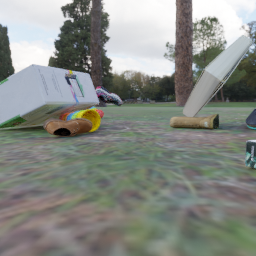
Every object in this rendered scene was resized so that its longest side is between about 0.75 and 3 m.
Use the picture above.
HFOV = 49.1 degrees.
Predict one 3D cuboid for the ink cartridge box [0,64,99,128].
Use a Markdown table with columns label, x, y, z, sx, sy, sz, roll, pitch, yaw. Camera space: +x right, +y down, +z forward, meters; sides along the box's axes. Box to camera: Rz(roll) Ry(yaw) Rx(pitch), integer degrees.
| label | x | y | z | sx | sy | sz | roll | pitch | yaw |
| --- | --- | --- | --- | --- | --- | --- | --- | --- | --- |
| ink cartridge box | -2.482 | -0.902 | 8.581 | 1.993 | 1.156 | 2.753 | -21 | -4 | 24 |

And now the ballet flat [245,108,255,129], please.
| label | x | y | z | sx | sy | sz | roll | pitch | yaw |
| --- | --- | --- | --- | --- | --- | --- | --- | --- | --- |
| ballet flat | 4.470 | -0.501 | 8.674 | 2.748 | 1.004 | 1.004 | -5 | 7 | -42 |

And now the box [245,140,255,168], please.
| label | x | y | z | sx | sy | sz | roll | pitch | yaw |
| --- | --- | --- | --- | --- | --- | --- | --- | --- | --- |
| box | 2.486 | 0.342 | 2.846 | 1.423 | 0.358 | 1.972 | -3 | 5 | -33 |

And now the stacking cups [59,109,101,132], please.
| label | x | y | z | sx | sy | sz | roll | pitch | yaw |
| --- | --- | --- | --- | --- | --- | --- | --- | --- | --- |
| stacking cups | -1.486 | -0.177 | 7.903 | 0.595 | 0.595 | 1.967 | -4 | 1 | -34 |

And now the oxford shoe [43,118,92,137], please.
| label | x | y | z | sx | sy | sz | roll | pitch | yaw |
| --- | --- | --- | --- | --- | --- | --- | --- | --- | --- |
| oxford shoe | -1.286 | 0.045 | 6.415 | 1.227 | 0.438 | 0.437 | -4 | 35 | -43 |

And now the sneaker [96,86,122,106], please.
| label | x | y | z | sx | sy | sz | roll | pitch | yaw |
| --- | --- | --- | --- | --- | --- | --- | --- | --- | --- |
| sneaker | -0.700 | -1.024 | 9.824 | 1.063 | 0.397 | 0.428 | 27 | -30 | -22 |

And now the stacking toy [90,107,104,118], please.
| label | x | y | z | sx | sy | sz | roll | pitch | yaw |
| --- | --- | --- | --- | --- | --- | --- | --- | --- | --- |
| stacking toy | -1.666 | -0.764 | 13.912 | 0.654 | 0.654 | 1.532 | -4 | 11 | -36 |

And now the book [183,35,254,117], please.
| label | x | y | z | sx | sy | sz | roll | pitch | yaw |
| --- | --- | --- | --- | --- | --- | --- | --- | --- | --- |
| book | 2.876 | -1.671 | 9.056 | 0.667 | 1.855 | 2.777 | 38 | 54 | 10 |

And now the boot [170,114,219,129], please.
| label | x | y | z | sx | sy | sz | roll | pitch | yaw |
| --- | --- | --- | --- | --- | --- | --- | --- | --- | --- |
| boot | 2.079 | -0.218 | 8.611 | 1.278 | 0.423 | 1.120 | 2 | 5 | 30 |
